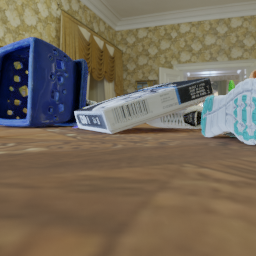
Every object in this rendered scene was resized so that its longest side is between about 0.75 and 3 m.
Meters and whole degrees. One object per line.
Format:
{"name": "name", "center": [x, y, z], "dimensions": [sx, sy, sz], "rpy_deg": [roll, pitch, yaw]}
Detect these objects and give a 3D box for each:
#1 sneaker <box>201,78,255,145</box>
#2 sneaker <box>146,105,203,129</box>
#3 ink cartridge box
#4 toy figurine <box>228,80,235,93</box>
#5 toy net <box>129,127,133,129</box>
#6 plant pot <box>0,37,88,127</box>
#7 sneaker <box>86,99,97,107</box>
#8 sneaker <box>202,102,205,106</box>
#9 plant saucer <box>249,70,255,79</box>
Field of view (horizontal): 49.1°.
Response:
{"name": "sneaker", "center": [1.927, -0.201, 4.071], "dimensions": [1.036, 0.881, 2.270], "rpy_deg": [3, 3, -7]}
{"name": "sneaker", "center": [1.463, -0.343, 8.066], "dimensions": [2.179, 0.832, 0.877], "rpy_deg": [-1, 11, 18]}
{"name": "ink cartridge box", "center": [0.162, -0.604, 7.312], "dimensions": [2.879, 0.631, 2.906], "rpy_deg": [-20, 10, -25]}
{"name": "toy figurine", "center": [4.816, -0.863, 10.257], "dimensions": [2.035, 1.660, 2.211], "rpy_deg": [-4, -24, 13]}
{"name": "toy net", "center": [-0.548, -0.159, 8.511], "dimensions": [0.875, 0.322, 1.668], "rpy_deg": [-2, 3, -39]}
{"name": "plant pot", "center": [-2.963, -1.338, 9.772], "dimensions": [2.711, 2.711, 2.438], "rpy_deg": [1, -3, 43]}
{"name": "sneaker", "center": [-1.607, -0.580, 11.248], "dimensions": [1.182, 1.023, 2.728], "rpy_deg": [5, -1, -38]}
{"name": "sneaker", "center": [3.061, -0.534, 9.637], "dimensions": [0.944, 0.974, 2.667], "rpy_deg": [-3, 2, 14]}
{"name": "plant saucer", "center": [3.102, -0.457, 5.119], "dimensions": [1.945, 0.364, 1.945], "rpy_deg": [11, 38, -9]}
